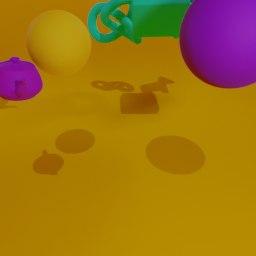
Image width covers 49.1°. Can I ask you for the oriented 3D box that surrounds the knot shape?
[{"bbox_3d":[-0.228,-2.924,7.940,1.680,1.572,0.776,-17,51,45],"label":"knot shape"}]

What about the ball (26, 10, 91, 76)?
[{"bbox_3d":[-1.094,-1.341,4.474,1.006,1.006,1.006,0,31,0],"label":"ball"}]

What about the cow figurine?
[{"bbox_3d":[1.303,-3.235,7.693,1.444,1.420,0.792,0,-4,-23],"label":"cow figurine"}]

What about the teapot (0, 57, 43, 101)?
[{"bbox_3d":[-1.554,-0.707,3.926,0.699,0.551,1.124,-10,34,-27],"label":"teapot"}]

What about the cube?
[{"bbox_3d":[0.639,-2.718,5.948,1.111,1.111,1.111,-1,74,1],"label":"cube"}]

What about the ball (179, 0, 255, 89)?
[{"bbox_3d":[1.391,-1.227,3.743,1.391,1.391,1.391,0,31,0],"label":"ball"}]
